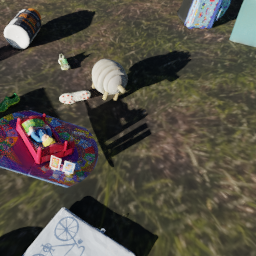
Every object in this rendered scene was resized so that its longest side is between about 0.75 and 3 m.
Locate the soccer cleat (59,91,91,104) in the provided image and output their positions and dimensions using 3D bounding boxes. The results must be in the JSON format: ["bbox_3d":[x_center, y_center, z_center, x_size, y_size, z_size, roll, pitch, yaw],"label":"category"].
[{"bbox_3d":[-1.679,-0.992,8.944,0.987,0.342,0.383,-9,20,-1],"label":"soccer cleat"}]

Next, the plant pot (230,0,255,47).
[{"bbox_3d":[5.585,-4.918,10.866,2.066,2.925,2.067,22,51,20],"label":"plant pot"}]

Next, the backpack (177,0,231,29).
[{"bbox_3d":[3.446,-5.276,12.044,2.087,1.906,1.404,-5,54,-21],"label":"backpack"}]

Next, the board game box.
[{"bbox_3d":[-2.032,0.221,6.970,2.790,0.543,2.204,19,37,-5],"label":"board game box"}]

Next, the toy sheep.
[{"bbox_3d":[-0.566,-1.534,8.764,1.176,1.176,1.706,-28,51,-24],"label":"toy sheep"}]

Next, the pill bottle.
[{"bbox_3d":[-4.190,-4.159,11.451,1.023,1.023,1.925,4,46,4],"label":"pill bottle"}]

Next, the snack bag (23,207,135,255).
[{"bbox_3d":[-1.090,2.738,5.413,2.040,0.218,1.924,23,51,21],"label":"snack bag"}]

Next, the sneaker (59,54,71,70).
[{"bbox_3d":[-2.347,-2.426,10.234,0.332,0.383,0.863,-23,51,-21],"label":"sneaker"}]

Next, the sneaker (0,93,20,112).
[{"bbox_3d":[-3.795,-0.811,8.705,0.319,0.360,0.861,29,54,24],"label":"sneaker"}]
